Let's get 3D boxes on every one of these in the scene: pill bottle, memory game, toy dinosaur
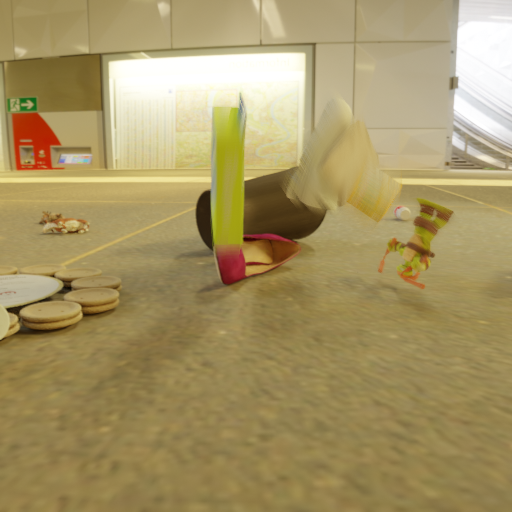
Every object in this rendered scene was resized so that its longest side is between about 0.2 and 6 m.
[{"bbox_3d":[4.176,-1.213,15.973,0.382,0.382,0.680,0,12,2],"label":"pill bottle"},{"bbox_3d":[-3.598,0.569,7.507,3.569,0.227,3.569,-1,12,0],"label":"memory game"},{"bbox_3d":[-5.480,-1.024,15.199,0.837,0.359,0.567,3,4,-11],"label":"toy dinosaur"}]

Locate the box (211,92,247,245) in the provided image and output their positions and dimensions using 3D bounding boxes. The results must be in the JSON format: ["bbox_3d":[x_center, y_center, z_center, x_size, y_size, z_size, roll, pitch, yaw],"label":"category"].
[{"bbox_3d":[-0.365,-1.116,7.134,0.404,1.697,1.034,-1,30,-6],"label":"box"}]

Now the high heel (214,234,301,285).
[{"bbox_3d":[0.045,-0.061,9.015,1.128,0.791,2.347,-9,6,11],"label":"high heel"}]

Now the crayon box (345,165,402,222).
[{"bbox_3d":[1.497,-0.781,7.219,0.511,0.210,0.813,35,49,5],"label":"crayon box"}]

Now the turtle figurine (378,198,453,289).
[{"bbox_3d":[2.432,-0.144,8.292,0.524,1.312,1.627,22,11,-9],"label":"turtle figurine"}]

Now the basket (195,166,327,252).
[{"bbox_3d":[0.024,-0.914,11.645,2.266,1.541,2.043,-15,-9,-38],"label":"basket"}]

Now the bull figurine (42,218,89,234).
[{"bbox_3d":[-4.588,-0.717,13.578,1.116,0.363,0.677,-8,15,-29],"label":"bull figurine"}]

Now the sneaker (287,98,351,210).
[{"bbox_3d":[1.165,-1.528,8.730,0.873,0.829,2.169,26,-30,5],"label":"sneaker"}]

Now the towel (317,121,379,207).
[{"bbox_3d":[1.315,-1.307,7.805,0.198,0.763,1.151,3,43,46],"label":"towel"}]

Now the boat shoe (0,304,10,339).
[{"bbox_3d":[-2.977,0.962,4.885,0.556,0.618,1.747,-32,2,33],"label":"boat shoe"}]
